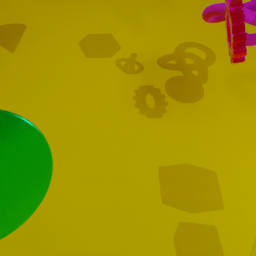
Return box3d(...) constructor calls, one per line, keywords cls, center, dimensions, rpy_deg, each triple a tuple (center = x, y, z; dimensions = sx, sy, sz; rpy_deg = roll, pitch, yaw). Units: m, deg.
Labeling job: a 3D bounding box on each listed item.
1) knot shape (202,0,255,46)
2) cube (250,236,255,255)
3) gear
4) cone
box3d(cls="knot shape", center=(3.002, -2.813, 7.003), dimensions=(1.929, 0.891, 1.805), rpy_deg=(-22, 52, -12))
box3d(cls="cube", center=(2.357, 1.925, 4.032), dimensions=(0.781, 0.781, 0.781), rpy_deg=(10, 100, -7))
box3d(cls="gear", center=(1.996, -1.819, 5.224), dimensions=(0.224, 1.210, 1.210), rpy_deg=(-7, 54, 16))
box3d(cls="cone", center=(-1.957, 0.294, 3.274), dimensions=(1.575, 1.575, 1.581), rpy_deg=(-38, 41, -23))
